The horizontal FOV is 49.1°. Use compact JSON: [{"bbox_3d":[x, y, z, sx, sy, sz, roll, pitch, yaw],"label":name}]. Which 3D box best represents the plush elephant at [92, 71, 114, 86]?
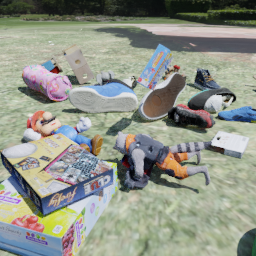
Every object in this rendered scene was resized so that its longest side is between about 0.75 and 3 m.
[{"bbox_3d":[-1.101,-2.237,13.031,0.950,0.893,1.153,-12,28,-23],"label":"plush elephant"}]

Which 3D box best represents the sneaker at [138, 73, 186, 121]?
[{"bbox_3d":[1.162,-1.018,10.719,2.903,1.057,1.229,-42,7,-41],"label":"sneaker"}]

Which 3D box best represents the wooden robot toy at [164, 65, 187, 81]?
[{"bbox_3d":[2.187,-2.710,14.276,0.870,0.844,1.917,-18,29,-12],"label":"wooden robot toy"}]

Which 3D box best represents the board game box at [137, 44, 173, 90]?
[{"bbox_3d":[0.808,-1.694,8.045,0.331,1.184,1.159,34,11,10],"label":"board game box"}]

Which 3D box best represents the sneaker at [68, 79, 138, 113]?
[{"bbox_3d":[-0.957,-1.297,10.857,2.579,0.990,1.435,1,31,-7],"label":"sneaker"}]

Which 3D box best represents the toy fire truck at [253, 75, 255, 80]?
[{"bbox_3d":[6.315,-2.083,13.056,1.016,0.743,1.154,-20,20,-34],"label":"toy fire truck"}]

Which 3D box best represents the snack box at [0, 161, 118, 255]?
[{"bbox_3d":[-1.482,1.369,5.499,1.905,0.764,2.259,8,25,17],"label":"snack box"}]

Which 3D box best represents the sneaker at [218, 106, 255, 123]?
[{"bbox_3d":[3.958,-0.553,9.814,1.538,0.603,0.507,5,28,14],"label":"sneaker"}]

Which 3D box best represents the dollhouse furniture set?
[{"bbox_3d":[-3.173,-2.878,14.102,2.307,1.616,1.626,-29,31,-4],"label":"dollhouse furniture set"}]

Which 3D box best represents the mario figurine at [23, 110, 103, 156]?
[{"bbox_3d":[-1.873,0.053,7.691,2.296,1.217,1.417,21,-3,23],"label":"mario figurine"}]

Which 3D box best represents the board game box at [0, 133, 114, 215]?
[{"bbox_3d":[-1.446,0.752,5.480,1.405,0.359,2.073,-18,29,-35],"label":"board game box"}]

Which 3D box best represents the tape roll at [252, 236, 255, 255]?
[{"bbox_3d":[2.901,2.096,4.352,1.760,0.423,1.760,0,25,0],"label":"tape roll"}]

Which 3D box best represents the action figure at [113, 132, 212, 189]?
[{"bbox_3d":[0.771,0.499,6.912,2.253,1.218,2.329,12,29,2],"label":"action figure"}]

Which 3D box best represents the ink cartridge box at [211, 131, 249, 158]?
[{"bbox_3d":[2.926,0.460,8.080,0.891,0.224,1.026,14,28,28],"label":"ink cartridge box"}]

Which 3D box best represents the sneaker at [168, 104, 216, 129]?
[{"bbox_3d":[2.012,-0.322,9.276,0.859,0.622,1.759,-17,28,-33],"label":"sneaker"}]

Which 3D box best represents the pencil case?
[{"bbox_3d":[-3.607,-2.040,12.253,1.216,1.216,2.780,-19,32,-35],"label":"pencil case"}]

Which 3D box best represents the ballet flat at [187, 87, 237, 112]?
[{"bbox_3d":[3.346,-1.071,10.698,2.471,0.840,0.845,-20,42,-36],"label":"ballet flat"}]

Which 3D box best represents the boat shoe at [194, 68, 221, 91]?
[{"bbox_3d":[3.714,-2.203,13.010,0.661,0.849,1.870,-11,27,-22],"label":"boat shoe"}]

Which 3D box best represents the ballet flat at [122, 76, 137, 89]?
[{"bbox_3d":[-0.016,-2.009,12.883,0.608,0.612,1.790,7,26,13],"label":"ballet flat"}]
